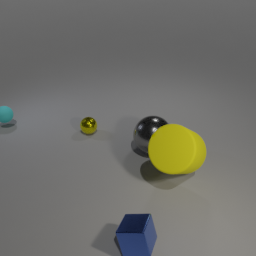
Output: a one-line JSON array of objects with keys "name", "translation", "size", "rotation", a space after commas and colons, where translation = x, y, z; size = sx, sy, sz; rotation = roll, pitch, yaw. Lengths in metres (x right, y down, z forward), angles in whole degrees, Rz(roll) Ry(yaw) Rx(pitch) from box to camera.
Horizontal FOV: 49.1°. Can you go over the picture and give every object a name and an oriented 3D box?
[{"name": "ball", "translation": [0.887, 0.254, 10.028], "size": [1.400, 1.400, 1.400], "rotation": [0, 31, 0]}, {"name": "ball", "translation": [-5.127, -0.562, 11.608], "size": [0.700, 0.700, 0.700], "rotation": [0, 31, 0]}, {"name": "cube", "translation": [0.217, 2.530, 6.642], "size": [0.700, 0.700, 0.700], "rotation": [-8, 17, 23]}, {"name": "ball", "translation": [-1.586, -0.104, 11.301], "size": [0.700, 0.700, 0.700], "rotation": [0, 31, 0]}, {"name": "cylinder", "translation": [1.489, 0.662, 8.326], "size": [1.400, 1.400, 1.400], "rotation": [19, 1, 28]}]
